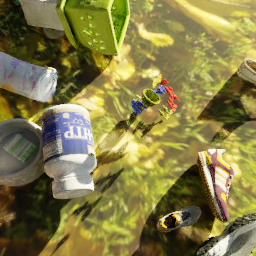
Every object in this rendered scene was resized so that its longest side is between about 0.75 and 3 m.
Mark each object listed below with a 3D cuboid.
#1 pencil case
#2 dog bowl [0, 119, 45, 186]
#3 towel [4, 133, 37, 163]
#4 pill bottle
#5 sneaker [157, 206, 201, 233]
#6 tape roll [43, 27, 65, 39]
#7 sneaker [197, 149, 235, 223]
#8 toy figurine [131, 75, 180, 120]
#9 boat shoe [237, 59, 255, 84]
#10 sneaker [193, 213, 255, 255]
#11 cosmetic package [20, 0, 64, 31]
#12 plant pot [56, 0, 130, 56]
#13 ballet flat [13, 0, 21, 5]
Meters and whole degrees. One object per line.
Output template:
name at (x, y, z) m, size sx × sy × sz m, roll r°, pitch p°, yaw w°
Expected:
pencil case at (-3.530, -1.714, 8.852) m, size 2.537 × 1.055 × 1.151 m, roll 19°, pitch 80°, yaw 10°
dog bowl at (-3.239, 0.627, 8.055) m, size 2.009 × 0.589 × 2.009 m, roll 0°, pitch 66°, yaw 1°
towel at (-3.159, 0.578, 8.241) m, size 0.816 × 0.125 × 0.608 m, roll 32°, pitch 72°, yaw 11°
pill bottle at (-1.594, 0.656, 7.603) m, size 1.375 × 1.375 × 2.297 m, roll -10°, pitch 67°, yaw -5°
sneaker at (1.361, 2.385, 7.287) m, size 1.232 × 0.506 × 0.480 m, roll -21°, pitch 67°, yaw -10°
tape roll at (-2.672, -3.631, 10.185) m, size 0.789 × 0.261 × 0.789 m, roll 0°, pitch 65°, yaw -1°
sneaker at (2.536, 1.488, 7.564) m, size 0.897 × 0.746 × 1.990 m, roll -12°, pitch 67°, yaw 1°
toy figurine at (0.609, -0.635, 8.297) m, size 1.098 × 1.248 × 2.082 m, roll 52°, pitch 30°, yaw -8°
boat shoe at (4.543, -1.699, 9.074) m, size 1.892 × 0.661 × 0.671 m, roll 31°, pitch 69°, yaw 13°
sneaker at (2.768, 2.875, 6.959) m, size 2.313 × 0.855 × 0.917 m, roll -33°, pitch 79°, yaw -7°
cosmetic package at (-2.599, -4.872, 10.087) m, size 1.436 × 1.132 × 2.669 m, roll 13°, pitch 59°, yaw 6°
plant pot at (-1.126, -3.887, 9.372) m, size 1.894 × 2.088 × 2.077 m, roll 7°, pitch 65°, yaw 12°
ballet flat at (-4.041, -5.518, 10.925) m, size 0.730 × 0.730 × 1.966 m, roll 21°, pitch 65°, yaw 9°
